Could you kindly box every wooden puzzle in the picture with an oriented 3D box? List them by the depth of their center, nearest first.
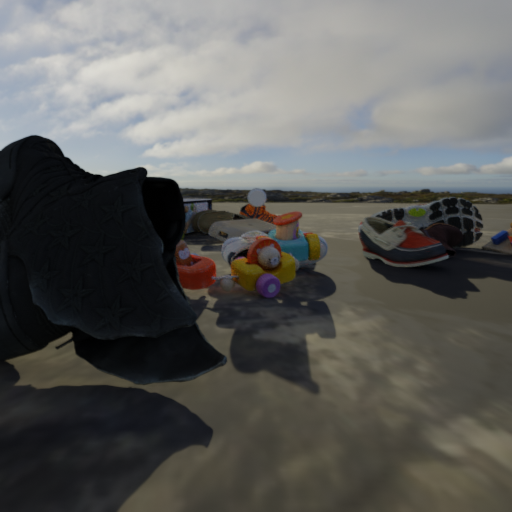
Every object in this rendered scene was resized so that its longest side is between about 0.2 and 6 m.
[{"bbox_3d":[5.503,-0.454,11.821,1.128,0.282,1.218,-31,10,-7],"label":"wooden puzzle"}]

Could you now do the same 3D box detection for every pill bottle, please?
[{"bbox_3d":[0.020,-1.561,14.992,0.500,0.500,0.885,0,8,0],"label":"pill bottle"}]

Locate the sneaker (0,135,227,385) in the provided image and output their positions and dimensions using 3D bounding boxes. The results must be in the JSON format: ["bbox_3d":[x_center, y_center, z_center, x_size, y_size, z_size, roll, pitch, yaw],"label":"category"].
[{"bbox_3d":[-1.415,-0.237,4.947,1.824,1.050,3.496,-18,40,3],"label":"sneaker"}]

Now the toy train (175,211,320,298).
[{"bbox_3d":[-0.215,-0.139,7.738,1.895,0.702,2.523,12,25,32],"label":"toy train"}]

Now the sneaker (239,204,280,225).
[{"bbox_3d":[0.373,-1.256,17.211,1.855,1.039,0.720,0,7,2],"label":"sneaker"}]

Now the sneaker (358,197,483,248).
[{"bbox_3d":[3.774,-0.748,12.973,2.983,1.149,1.267,-1,2,-12],"label":"sneaker"}]

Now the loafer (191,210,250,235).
[{"bbox_3d":[-0.920,-0.986,16.272,1.967,0.748,0.663,-4,3,-32],"label":"loafer"}]

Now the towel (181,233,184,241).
[{"bbox_3d":[-3.248,-0.226,12.147,1.508,0.316,3.505,-1,6,35],"label":"towel"}]

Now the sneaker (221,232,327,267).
[{"bbox_3d":[0.343,0.017,9.139,1.791,0.654,0.634,-5,26,-10],"label":"sneaker"}]

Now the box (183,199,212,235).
[{"bbox_3d":[-2.738,-1.158,16.511,1.963,1.012,3.366,2,7,16],"label":"box"}]

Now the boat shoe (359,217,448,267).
[{"bbox_3d":[2.597,-0.281,10.204,0.846,0.744,2.377,-9,10,-15],"label":"boat shoe"}]

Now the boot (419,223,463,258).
[{"bbox_3d":[3.699,-0.203,11.377,1.693,0.612,1.408,0,19,-12],"label":"boot"}]

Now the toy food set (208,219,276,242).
[{"bbox_3d":[-0.159,-0.529,14.015,1.703,0.514,1.222,-8,20,-36],"label":"toy food set"}]
